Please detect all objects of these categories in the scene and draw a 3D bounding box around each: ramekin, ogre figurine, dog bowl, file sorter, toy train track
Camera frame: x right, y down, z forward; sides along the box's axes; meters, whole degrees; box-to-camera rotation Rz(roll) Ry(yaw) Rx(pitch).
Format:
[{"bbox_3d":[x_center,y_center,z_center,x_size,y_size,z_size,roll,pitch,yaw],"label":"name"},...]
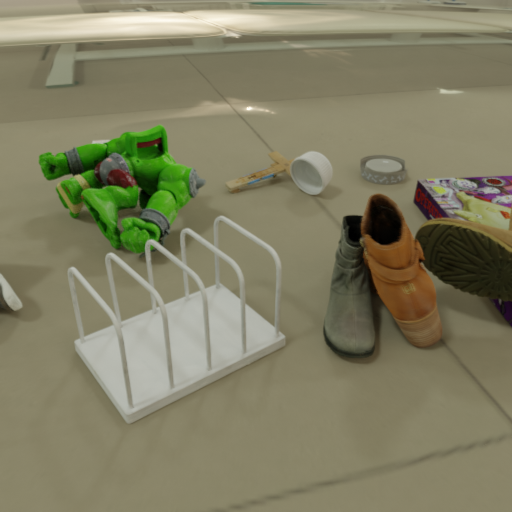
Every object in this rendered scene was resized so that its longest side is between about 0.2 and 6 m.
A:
[{"bbox_3d":[1.312,-1.955,12.999,0.971,0.971,0.509,25,53,35],"label":"ramekin"},{"bbox_3d":[-2.682,-1.544,11.669,2.291,1.875,3.821,-34,32,-26],"label":"ogre figurine"},{"bbox_3d":[3.192,-2.159,14.069,1.230,0.361,1.230,1,31,0],"label":"dog bowl"},{"bbox_3d":[-1.146,0.717,8.091,2.629,1.637,1.824,-21,37,-30],"label":"file sorter"},{"bbox_3d":[0.328,-1.941,13.754,2.332,0.379,1.338,-22,47,-22],"label":"toy train track"}]

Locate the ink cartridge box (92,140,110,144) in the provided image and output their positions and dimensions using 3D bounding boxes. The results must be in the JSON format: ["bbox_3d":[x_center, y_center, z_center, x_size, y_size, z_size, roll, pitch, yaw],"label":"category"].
[{"bbox_3d":[-4.183,-2.862,15.245,0.598,0.345,0.819,-4,31,-7],"label":"ink cartridge box"}]

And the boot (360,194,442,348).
[{"bbox_3d":[2.015,-0.087,8.839,1.045,2.115,2.724,-21,34,13],"label":"boot"}]

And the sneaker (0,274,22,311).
[{"bbox_3d":[-4.602,0.637,9.272,1.910,0.736,0.782,16,46,39],"label":"sneaker"}]

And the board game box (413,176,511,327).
[{"bbox_3d":[5.232,-0.343,10.819,2.869,0.772,4.780,0,31,-7],"label":"board game box"}]

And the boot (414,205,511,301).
[{"bbox_3d":[4.360,-0.417,9.446,2.815,1.063,3.215,25,38,15],"label":"boot"}]

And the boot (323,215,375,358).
[{"bbox_3d":[1.460,0.373,8.756,0.781,1.507,2.307,1,31,5],"label":"boot"}]
